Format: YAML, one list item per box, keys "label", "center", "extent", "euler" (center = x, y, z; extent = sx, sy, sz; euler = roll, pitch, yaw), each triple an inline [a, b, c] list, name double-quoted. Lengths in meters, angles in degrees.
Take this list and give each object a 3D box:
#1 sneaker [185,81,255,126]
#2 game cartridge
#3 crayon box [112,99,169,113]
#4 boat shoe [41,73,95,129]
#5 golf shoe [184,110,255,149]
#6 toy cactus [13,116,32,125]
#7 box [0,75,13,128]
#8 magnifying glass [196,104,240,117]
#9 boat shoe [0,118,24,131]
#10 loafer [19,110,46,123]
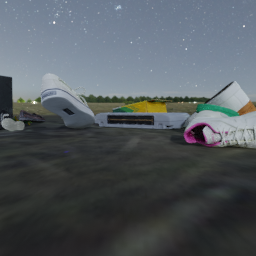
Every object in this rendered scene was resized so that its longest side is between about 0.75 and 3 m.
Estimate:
- label: "sneaker"
  center: [2.349, -0.239, 7.414]
  extent: [0.928, 1.080, 2.550]
  euler: [-42, -3, -15]
- label: "game cartridge"
  center: [0.525, -0.271, 9.253]
  extent: [2.782, 0.578, 1.852]
  euler: [2, 8, 33]
- label: "crayon box"
  center: [0.785, -0.934, 15.013]
  extent: [2.824, 0.717, 1.792]
  euler: [-11, -5, 41]
- label: "boat shoe"
  center: [-1.572, -0.743, 7.341]
  extent: [0.882, 1.018, 2.387]
  euler: [-17, -20, 12]
- label: "golf shoe"
  center: [1.428, 0.088, 3.823]
  extent: [0.663, 0.546, 1.449]
  euler: [-27, 20, -39]
- label: "toy cactus"
  center: [-3.926, -0.223, 10.343]
  extent: [0.778, 0.398, 0.642]
  euler: [-5, -13, -34]
- label: "box"
  center: [-4.563, -0.672, 7.016]
  extent: [1.755, 1.522, 2.871]
  euler: [1, 4, 20]
- label: "magnifying glass"
  center: [2.312, -0.190, 6.203]
  extent: [2.025, 0.227, 0.806]
  euler: [13, -1, -34]
- label: "boat shoe"
  center: [-3.106, -0.087, 7.402]
  extent: [0.273, 0.334, 0.904]
  euler: [1, 0, 12]
- label: "loafer"
  center: [-2.697, -0.325, 7.979]
  extent: [0.346, 0.303, 0.961]
  euler: [-8, -6, 22]
